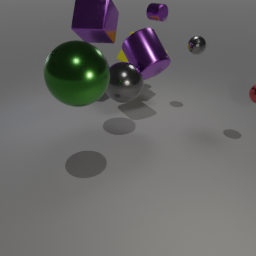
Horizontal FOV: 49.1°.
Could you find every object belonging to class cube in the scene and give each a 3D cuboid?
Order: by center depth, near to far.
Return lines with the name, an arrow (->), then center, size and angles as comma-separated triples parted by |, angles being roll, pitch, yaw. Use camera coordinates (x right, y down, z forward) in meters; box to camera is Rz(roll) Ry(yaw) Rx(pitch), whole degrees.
cube -> -1.303, -4.390, 11.406 | 1.400, 1.400, 1.400 | 7, -4, 15
cube -> 0.626, -3.333, 12.820 | 1.400, 1.400, 1.400 | 22, 12, -41

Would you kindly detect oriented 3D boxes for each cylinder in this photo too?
cylinder -> 0.671, -2.736, 10.479 | 1.400, 1.400, 1.400 | -20, 78, -32
cylinder -> 1.280, -5.052, 12.219 | 0.700, 0.700, 0.700 | -25, 38, -38

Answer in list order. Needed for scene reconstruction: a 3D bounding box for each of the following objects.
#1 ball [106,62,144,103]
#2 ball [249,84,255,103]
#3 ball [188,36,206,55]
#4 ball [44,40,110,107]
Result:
ball -> -0.161, -1.571, 9.682 | 1.400, 1.400, 1.400 | 0, 29, 0
ball -> 4.364, -1.134, 9.218 | 0.700, 0.700, 0.700 | 0, 29, 0
ball -> 2.666, -3.205, 10.843 | 0.700, 0.700, 0.700 | 0, 29, 0
ball -> -1.086, -1.155, 6.033 | 1.400, 1.400, 1.400 | 0, 29, 0
